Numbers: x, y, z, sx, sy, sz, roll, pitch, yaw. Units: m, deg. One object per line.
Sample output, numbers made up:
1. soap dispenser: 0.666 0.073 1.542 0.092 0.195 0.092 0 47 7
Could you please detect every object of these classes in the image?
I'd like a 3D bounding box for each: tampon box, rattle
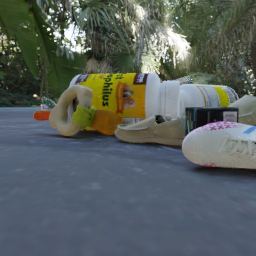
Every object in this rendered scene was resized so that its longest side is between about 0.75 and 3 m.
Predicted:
1. tampon box: 1.319 0.030 4.580 0.632 0.750 1.001 0 5 3
2. rattle: -1.347 -0.338 7.439 1.475 1.344 2.065 -2 -9 -45

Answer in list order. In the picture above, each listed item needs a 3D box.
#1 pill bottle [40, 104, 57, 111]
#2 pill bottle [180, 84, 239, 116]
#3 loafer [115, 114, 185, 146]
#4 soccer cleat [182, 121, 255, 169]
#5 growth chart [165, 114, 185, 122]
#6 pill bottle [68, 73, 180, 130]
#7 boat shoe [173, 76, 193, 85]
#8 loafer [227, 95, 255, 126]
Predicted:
1. pill bottle: -3.649 -0.803 13.784 1.248 0.723 0.723 -1 5 -20
2. pill bottle: 2.344 -0.717 9.160 2.568 1.403 1.403 -3 6 -34
3. loafer: 0.506 0.006 5.756 1.713 0.585 0.648 3 6 28
4. soccer cleat: 1.543 0.224 3.457 1.669 0.583 0.721 0 5 -5
5. growth chart: 1.736 -0.014 5.947 2.006 0.178 1.451 9 -7 22
6. pill bottle: -0.058 -0.720 7.873 2.968 1.621 1.621 1 5 12
7. boat shoe: 1.550 -1.447 11.855 2.512 0.800 0.888 -16 -1 31
8. loafer: 2.899 -0.339 7.191 2.937 1.003 1.111 0 5 -4
